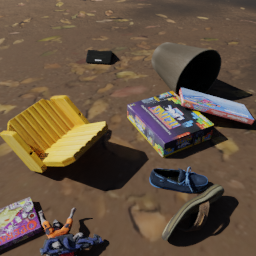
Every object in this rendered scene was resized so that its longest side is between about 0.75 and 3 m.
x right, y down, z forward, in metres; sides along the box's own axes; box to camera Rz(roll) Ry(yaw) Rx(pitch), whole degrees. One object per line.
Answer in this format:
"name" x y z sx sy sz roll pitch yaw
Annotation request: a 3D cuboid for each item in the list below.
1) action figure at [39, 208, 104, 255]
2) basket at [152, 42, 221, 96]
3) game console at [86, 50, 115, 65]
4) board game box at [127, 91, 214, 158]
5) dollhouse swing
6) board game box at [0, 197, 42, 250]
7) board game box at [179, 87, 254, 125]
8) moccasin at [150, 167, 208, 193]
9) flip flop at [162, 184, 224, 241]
"action figure" -1.578 2.962 7.388 1.693 0.886 1.638 12 39 -30
"basket" 2.518 -2.924 13.331 2.620 1.976 2.906 -51 39 10
"game console" -1.591 -4.070 16.203 1.439 0.837 1.266 5 70 6
"board game box" 1.588 -0.286 11.106 2.268 0.778 2.743 -18 43 -23
"dollhouse swing" -2.376 -0.051 9.347 2.307 2.231 2.538 51 53 -8
"board game box" -3.531 2.787 7.782 1.980 0.320 1.188 -20 48 -23
"board game box" 3.580 -0.935 11.570 2.913 0.283 1.500 15 28 -3
"moccasin" 1.630 1.635 8.875 1.865 0.636 0.750 0 39 1
"flip flop" 1.946 2.407 7.839 2.458 0.997 0.708 -21 58 -31
